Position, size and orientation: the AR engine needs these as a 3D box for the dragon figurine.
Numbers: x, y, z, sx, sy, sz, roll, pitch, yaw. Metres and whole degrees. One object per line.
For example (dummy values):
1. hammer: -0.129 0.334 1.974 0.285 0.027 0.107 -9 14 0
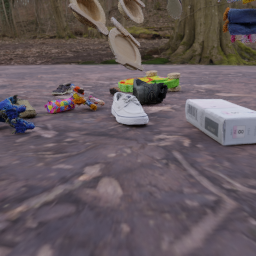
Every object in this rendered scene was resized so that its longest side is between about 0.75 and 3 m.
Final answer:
1. dragon figurine: -3.506 -0.358 6.843 2.705 0.796 1.345 2 15 2

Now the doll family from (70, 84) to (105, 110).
1. doll family: -1.387 -0.877 9.213 1.341 0.604 0.832 28 1 -39

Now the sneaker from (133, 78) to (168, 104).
1. sneaker: 0.798 -1.446 10.929 1.252 0.835 2.185 0 18 -8

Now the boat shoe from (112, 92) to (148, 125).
1. boat shoe: -0.038 -0.600 7.918 0.792 0.704 2.153 -6 16 -21

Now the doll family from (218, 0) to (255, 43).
1. doll family: 3.206 -2.882 6.683 1.852 2.983 1.344 12 56 35

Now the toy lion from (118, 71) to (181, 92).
1. toy lion: 0.920 -2.205 13.963 2.525 0.904 2.634 -20 24 -34

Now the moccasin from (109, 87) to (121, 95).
1. moccasin: -0.491 -1.627 12.452 0.427 0.405 1.107 -14 9 -16

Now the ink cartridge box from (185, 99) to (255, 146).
1. ink cartridge box: 3.083 -0.260 6.812 2.776 0.792 2.256 -6 15 -7

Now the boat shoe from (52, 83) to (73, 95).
1. boat shoe: -3.017 -1.791 12.850 0.499 0.450 1.388 7 16 24

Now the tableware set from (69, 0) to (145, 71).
1. tableware set: -0.421 -2.685 6.274 0.325 2.801 2.340 -25 -37 35

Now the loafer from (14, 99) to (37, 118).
1. loafer: -3.164 -0.605 8.435 0.505 0.448 1.328 -13 20 -40

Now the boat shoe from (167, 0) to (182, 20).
1. boat shoe: 1.266 -3.654 7.886 0.428 1.201 0.376 -4 51 28

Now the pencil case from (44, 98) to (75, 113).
1. pencil case: -2.159 -0.732 9.004 0.434 0.434 0.982 11 17 36
